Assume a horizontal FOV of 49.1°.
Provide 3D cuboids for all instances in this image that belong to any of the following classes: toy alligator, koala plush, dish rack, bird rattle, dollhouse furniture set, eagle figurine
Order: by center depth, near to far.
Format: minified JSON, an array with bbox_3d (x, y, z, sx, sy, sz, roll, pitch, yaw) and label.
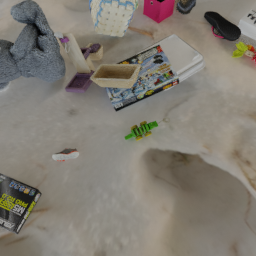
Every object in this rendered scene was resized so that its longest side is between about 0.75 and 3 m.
[{"bbox_3d":[0.583,-0.015,8.367,1.501,0.407,0.445,-24,81,-2],"label":"toy alligator"},{"bbox_3d":[-0.855,-2.478,8.741,2.687,1.907,2.129,8,53,30],"label":"dollhouse furniture set"},{"bbox_3d":[-3.609,-2.244,8.937,2.636,2.338,2.423,-25,70,-20],"label":"koala plush"},{"bbox_3d":[1.474,-2.513,10.109,2.311,0.503,1.983,-33,64,-18],"label":"dish rack"},{"bbox_3d":[4.481,-2.823,10.271,1.185,0.667,0.966,18,42,8],"label":"bird rattle"},{"bbox_3d":[2.439,-5.658,11.995,1.616,1.219,1.226,-44,18,7],"label":"eagle figurine"}]

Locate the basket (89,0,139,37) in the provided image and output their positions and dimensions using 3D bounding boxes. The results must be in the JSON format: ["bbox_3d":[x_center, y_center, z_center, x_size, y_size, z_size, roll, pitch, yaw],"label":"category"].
[{"bbox_3d":[-0.571,-4.975,10.772,1.776,2.251,2.553,-1,69,-18],"label":"basket"}]

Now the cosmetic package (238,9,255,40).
[{"bbox_3d":[5.503,-3.717,10.834,2.290,0.580,0.945,36,65,21],"label":"cosmetic package"}]

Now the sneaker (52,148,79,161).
[{"bbox_3d":[-1.816,0.748,8.102,0.756,0.291,0.310,-5,41,-22],"label":"sneaker"}]

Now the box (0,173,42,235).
[{"bbox_3d":[-3.199,1.912,7.303,1.463,0.324,1.172,20,59,12],"label":"box"}]

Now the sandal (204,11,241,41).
[{"bbox_3d":[3.691,-3.940,11.084,0.882,0.529,2.349,-3,43,-13],"label":"sandal"}]

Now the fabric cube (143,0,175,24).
[{"bbox_3d":[1.270,-5.093,11.511,0.958,0.955,0.940,-39,66,-23],"label":"fabric cube"}]

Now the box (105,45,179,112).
[{"bbox_3d":[0.331,-1.672,9.253,2.273,0.453,1.556,-23,60,3],"label":"box"}]
